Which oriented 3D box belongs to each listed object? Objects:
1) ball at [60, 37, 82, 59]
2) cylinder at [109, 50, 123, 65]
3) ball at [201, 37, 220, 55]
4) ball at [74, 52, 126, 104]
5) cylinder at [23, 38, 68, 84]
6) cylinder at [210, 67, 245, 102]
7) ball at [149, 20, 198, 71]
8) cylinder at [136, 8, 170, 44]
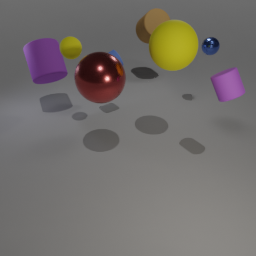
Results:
[{"bbox_3d":[-1.825,-2.552,8.939,0.700,0.700,0.700,0,31,0],"label":"ball"},{"bbox_3d":[-0.646,-2.443,10.477,0.700,0.700,0.700,-35,39,-8],"label":"cylinder"},{"bbox_3d":[3.291,-3.259,11.166,0.700,0.700,0.700,0,31,0],"label":"ball"},{"bbox_3d":[-0.758,-1.373,7.687,1.400,1.400,1.400,0,31,0],"label":"ball"},{"bbox_3d":[-3.280,-2.638,11.186,1.400,1.400,1.400,-17,-1,0],"label":"cylinder"},{"bbox_3d":[2.630,-1.142,7.387,0.700,0.700,0.700,-23,10,5],"label":"cylinder"},{"bbox_3d":[1.295,-2.355,8.031,1.400,1.400,1.400,0,31,0],"label":"ball"},{"bbox_3d":[1.246,-5.092,14.101,1.400,1.400,1.400,-9,7,-15],"label":"cylinder"}]
